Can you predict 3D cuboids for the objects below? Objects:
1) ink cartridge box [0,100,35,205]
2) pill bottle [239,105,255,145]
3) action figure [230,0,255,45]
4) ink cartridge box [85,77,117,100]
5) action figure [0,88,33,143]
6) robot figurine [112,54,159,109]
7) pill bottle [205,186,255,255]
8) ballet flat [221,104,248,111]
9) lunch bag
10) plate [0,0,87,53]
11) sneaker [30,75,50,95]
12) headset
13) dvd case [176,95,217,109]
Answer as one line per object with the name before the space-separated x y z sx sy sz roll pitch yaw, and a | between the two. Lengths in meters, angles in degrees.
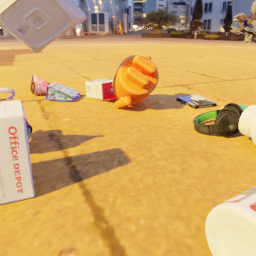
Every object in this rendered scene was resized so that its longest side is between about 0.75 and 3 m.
ink cartridge box | -2.959 0.533 4.967 2.349 1.698 0.994 -9 23 -23
pill bottle | 3.810 0.118 6.797 1.164 1.164 2.096 -11 23 -25
action figure | 3.220 -2.868 6.865 1.152 1.771 0.614 -1 41 -9
ink cartridge box | -0.686 -1.750 12.188 1.735 0.727 1.523 -19 24 -41
action figure | -3.193 -0.225 7.135 1.381 1.535 2.062 5 4 1
robot figurine | 0.202 -1.726 10.510 1.540 1.899 2.640 -7 -7 -12
pill bottle | 2.108 1.279 3.881 1.910 1.088 1.088 -13 25 -31
ballet flat | 3.870 -0.697 10.131 1.020 0.344 0.318 2 11 5
lunch bag | -2.672 -1.468 11.905 1.320 0.621 0.994 11 19 3
plate | -2.576 -3.148 7.919 2.126 2.122 0.344 -27 59 18
sneaker | -4.059 -1.939 13.110 0.872 0.741 2.010 5 21 -25
headset | 3.058 -0.106 8.311 2.185 1.027 1.349 -6 20 30
dvd case | 2.738 -1.075 11.322 1.019 0.168 1.356 -8 22 -19
